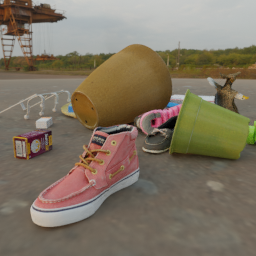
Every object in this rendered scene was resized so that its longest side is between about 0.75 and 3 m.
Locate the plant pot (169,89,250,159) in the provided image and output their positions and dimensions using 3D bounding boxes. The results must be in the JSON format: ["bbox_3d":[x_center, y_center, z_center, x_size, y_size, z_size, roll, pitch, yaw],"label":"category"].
[{"bbox_3d":[1.942,0.065,6.602,1.542,1.623,1.623,17,16,13],"label":"plant pot"}]

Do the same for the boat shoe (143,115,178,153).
[{"bbox_3d":[1.003,0.112,7.782,0.761,0.649,2.277,7,14,27],"label":"boat shoe"}]

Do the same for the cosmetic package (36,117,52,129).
[{"bbox_3d":[-2.994,-0.191,10.038,0.381,0.267,0.750,0,13,-1],"label":"cosmetic package"}]

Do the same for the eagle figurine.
[{"bbox_3d":[3.370,-0.943,9.344,1.298,1.711,1.291,-6,23,-17],"label":"eagle figurine"}]

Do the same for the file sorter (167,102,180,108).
[{"bbox_3d":[1.703,-0.631,11.154,0.729,0.645,1.051,-5,13,-23],"label":"file sorter"}]

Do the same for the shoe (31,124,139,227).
[{"bbox_3d":[-0.587,0.607,4.573,0.843,1.074,2.361,8,15,33],"label":"shoe"}]

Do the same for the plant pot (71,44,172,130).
[{"bbox_3d":[-0.439,-1.206,10.005,2.789,2.789,2.993,13,36,45],"label":"plant pot"}]

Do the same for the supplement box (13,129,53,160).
[{"bbox_3d":[-2.312,0.380,6.881,0.404,0.520,0.942,6,14,23],"label":"supplement box"}]

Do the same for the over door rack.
[{"bbox_3d":[-4.159,-0.923,12.198,2.820,0.939,2.083,-9,8,22],"label":"over door rack"}]

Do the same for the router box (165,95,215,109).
[{"bbox_3d":[3.231,-1.159,13.554,2.524,0.617,2.265,5,13,20],"label":"router box"}]

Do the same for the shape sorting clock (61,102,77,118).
[{"bbox_3d":[-1.516,-0.884,12.439,2.828,0.555,2.828,-1,15,0],"label":"shape sorting clock"}]

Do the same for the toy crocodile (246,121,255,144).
[{"bbox_3d":[3.980,-0.005,7.989,0.869,0.795,2.576,8,14,31],"label":"toy crocodile"}]

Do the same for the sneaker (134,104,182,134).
[{"bbox_3d":[1.267,-0.283,9.366,2.402,0.949,1.145,-5,2,-27],"label":"sneaker"}]
